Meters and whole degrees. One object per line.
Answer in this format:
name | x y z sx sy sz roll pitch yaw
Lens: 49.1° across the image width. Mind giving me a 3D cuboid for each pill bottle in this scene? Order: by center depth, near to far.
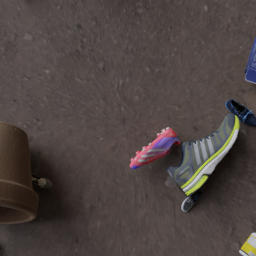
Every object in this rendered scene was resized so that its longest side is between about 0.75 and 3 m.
pill bottle | 3.843 3.521 8.416 0.536 0.536 0.957 40 82 7

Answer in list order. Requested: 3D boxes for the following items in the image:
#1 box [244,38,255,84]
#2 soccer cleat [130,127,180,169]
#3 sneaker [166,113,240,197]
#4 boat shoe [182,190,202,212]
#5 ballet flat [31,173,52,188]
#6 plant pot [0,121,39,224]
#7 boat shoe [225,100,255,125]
box | 5.025 -2.447 9.701 1.513 0.405 2.498 22 78 5
soccer cleat | 0.868 0.739 8.742 1.888 0.630 0.722 -40 93 -23
sneaker | 2.379 0.641 8.764 1.206 1.101 2.980 37 79 10
boat shoe | 2.026 2.285 8.797 0.854 0.283 0.299 -41 83 -8
ballet flat | -2.878 1.686 8.918 0.918 0.292 0.309 21 79 4
plant pot | -3.934 1.229 8.008 2.873 2.873 2.505 -1 61 0
boat shoe | 3.782 -0.495 9.302 1.202 0.413 0.506 33 80 6
